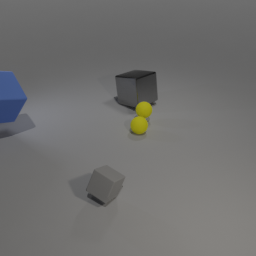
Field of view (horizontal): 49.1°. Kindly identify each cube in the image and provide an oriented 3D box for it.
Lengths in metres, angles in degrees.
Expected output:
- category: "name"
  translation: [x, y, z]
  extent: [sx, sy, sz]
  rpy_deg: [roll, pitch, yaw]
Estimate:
- category: "cube"
  translation: [-0.618, 1.552, 7.843]
  extent: [0.700, 0.700, 0.700]
  rpy_deg: [28, 14, 21]
- category: "cube"
  translation: [-4.823, -1.112, 10.229]
  extent: [1.400, 1.400, 1.400]
  rpy_deg: [-10, 60, -51]
- category: "cube"
  translation: [0.419, -1.889, 13.286]
  extent: [1.400, 1.400, 1.400]
  rpy_deg: [-26, 30, -37]

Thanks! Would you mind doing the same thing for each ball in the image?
- category: "ball"
  translation: [0.675, -0.757, 11.814]
  extent: [0.700, 0.700, 0.700]
  rpy_deg: [0, 30, 0]
- category: "ball"
  translation: [0.442, -0.107, 11.098]
  extent: [0.700, 0.700, 0.700]
  rpy_deg: [0, 30, 0]
